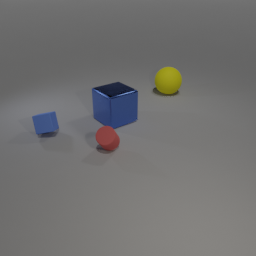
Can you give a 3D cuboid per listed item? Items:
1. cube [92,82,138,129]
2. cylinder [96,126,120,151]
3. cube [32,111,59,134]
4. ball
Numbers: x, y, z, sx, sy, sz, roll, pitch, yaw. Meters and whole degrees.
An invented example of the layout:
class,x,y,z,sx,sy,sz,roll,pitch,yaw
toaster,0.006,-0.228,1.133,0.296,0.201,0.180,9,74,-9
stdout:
class,x,y,z,sx,sy,sz,roll,pitch,yaw
cube,-0.544,-0.980,11.758,1.400,1.400,1.400,-20,34,-32
cylinder,-0.694,0.366,9.710,0.700,0.700,0.700,-4,69,11
cube,-3.154,-0.210,10.761,0.700,0.700,0.700,-10,9,5
ball,2.080,-2.450,14.504,1.400,1.400,1.400,0,28,0
